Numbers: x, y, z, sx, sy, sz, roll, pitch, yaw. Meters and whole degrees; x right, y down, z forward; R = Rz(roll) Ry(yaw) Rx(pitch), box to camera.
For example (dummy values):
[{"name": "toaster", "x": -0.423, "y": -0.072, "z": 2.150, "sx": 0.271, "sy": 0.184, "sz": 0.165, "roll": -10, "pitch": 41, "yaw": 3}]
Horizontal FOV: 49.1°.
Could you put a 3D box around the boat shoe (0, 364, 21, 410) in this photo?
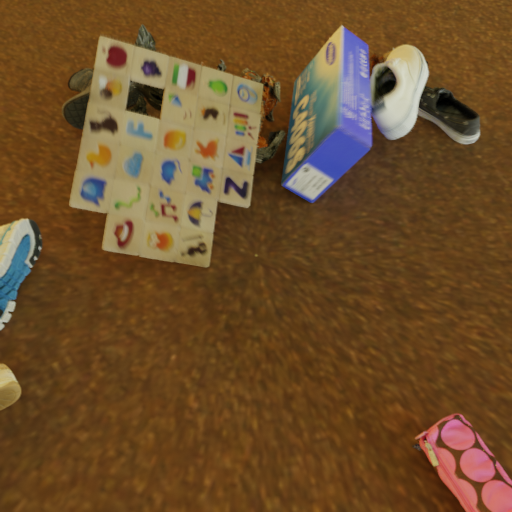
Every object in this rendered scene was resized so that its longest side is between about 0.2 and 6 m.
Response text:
[{"name": "boat shoe", "x": -4.115, "y": 1.974, "z": 7.518, "sx": 1.731, "sy": 0.638, "sz": 0.599, "roll": -18, "pitch": 48, "yaw": -28}]

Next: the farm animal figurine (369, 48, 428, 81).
[{"name": "farm animal figurine", "x": 3.298, "y": -4.365, "z": 13.002, "sx": 1.445, "sy": 0.762, "sz": 1.461, "roll": -3, "pitch": 49, "yaw": -3}]

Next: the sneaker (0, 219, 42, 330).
[{"name": "sneaker", "x": -4.330, "y": 0.399, "z": 8.862, "sx": 1.032, "sy": 0.892, "sz": 2.381, "roll": -2, "pitch": 44, "yaw": 16}]

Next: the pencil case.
[{"name": "pencil case", "x": 2.631, "y": 2.760, "z": 6.730, "sx": 0.761, "sy": 0.737, "sz": 1.625, "roll": 10, "pitch": 35, "yaw": -40}]

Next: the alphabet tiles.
[{"name": "alphabet tiles", "x": -1.417, "y": -1.663, "z": 9.404, "sx": 2.944, "sy": 0.133, "sz": 3.521, "roll": 10, "pitch": 78, "yaw": -20}]

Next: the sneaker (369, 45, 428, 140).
[{"name": "sneaker", "x": 2.864, "y": -3.626, "z": 11.456, "sx": 1.008, "sy": 0.978, "sz": 2.762, "roll": -19, "pitch": 41, "yaw": 35}]

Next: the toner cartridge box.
[{"name": "toner cartridge box", "x": 1.395, "y": -2.852, "z": 10.975, "sx": 0.767, "sy": 1.687, "sz": 3.551, "roll": 29, "pitch": 44, "yaw": -21}]

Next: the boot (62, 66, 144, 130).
[{"name": "boot", "x": -3.683, "y": -3.578, "z": 12.418, "sx": 1.501, "sy": 0.796, "sz": 2.280, "roll": 26, "pitch": 43, "yaw": 25}]

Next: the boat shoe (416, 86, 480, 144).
[{"name": "boat shoe", "x": 3.964, "y": -3.234, "z": 11.994, "sx": 0.749, "sy": 0.709, "sz": 2.142, "roll": -24, "pitch": 53, "yaw": -11}]

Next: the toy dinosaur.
[{"name": "toy dinosaur", "x": -1.175, "y": -2.485, "z": 10.559, "sx": 3.144, "sy": 2.366, "sz": 4.632, "roll": 30, "pitch": 31, "yaw": 4}]
